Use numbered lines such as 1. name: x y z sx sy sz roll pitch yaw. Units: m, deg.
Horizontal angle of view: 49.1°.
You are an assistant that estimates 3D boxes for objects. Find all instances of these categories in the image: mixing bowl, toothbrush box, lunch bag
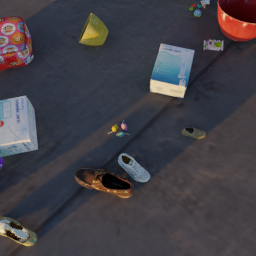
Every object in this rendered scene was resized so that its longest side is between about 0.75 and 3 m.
1. mixing bowl: 4.693 -4.420 11.474 2.340 1.268 2.340 1 55 -1
2. toothbrush box: -4.398 0.048 9.521 2.321 0.990 1.699 -10 66 -6
3. toothbrush box: 1.688 -2.204 10.742 1.348 0.785 1.841 13 65 6
4. lunch bag: -5.152 -3.172 11.060 2.594 1.063 2.285 -11 64 -6

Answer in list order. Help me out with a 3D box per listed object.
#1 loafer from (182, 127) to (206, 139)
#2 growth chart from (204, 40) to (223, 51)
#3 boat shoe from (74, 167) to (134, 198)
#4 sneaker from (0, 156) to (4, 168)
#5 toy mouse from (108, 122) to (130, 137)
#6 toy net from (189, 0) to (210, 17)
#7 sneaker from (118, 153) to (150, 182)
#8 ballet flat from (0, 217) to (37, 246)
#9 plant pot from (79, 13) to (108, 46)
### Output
1. loafer: 2.333 0.167 9.860 0.850 0.287 0.323 6 64 3
2. growth chart: 3.598 -3.493 11.781 0.874 0.077 0.632 3 63 1
3. boat shoe: -0.770 1.648 8.911 2.018 0.710 0.710 13 67 8
4. sneaker: -4.825 2.019 8.688 2.639 0.917 1.312 -39 76 -13
5. toy mouse: -0.223 0.066 9.988 0.675 0.147 0.759 32 68 14
6. toy net: 3.264 -5.517 12.709 0.590 0.217 1.125 34 67 18
7. sneaker: 0.185 1.314 9.179 1.249 0.505 0.478 35 67 15
8. ballet flat: -3.437 3.033 8.334 1.546 0.546 0.546 21 66 10
9. plant pot: -1.345 -3.886 11.460 0.892 1.257 1.257 22 62 -21
